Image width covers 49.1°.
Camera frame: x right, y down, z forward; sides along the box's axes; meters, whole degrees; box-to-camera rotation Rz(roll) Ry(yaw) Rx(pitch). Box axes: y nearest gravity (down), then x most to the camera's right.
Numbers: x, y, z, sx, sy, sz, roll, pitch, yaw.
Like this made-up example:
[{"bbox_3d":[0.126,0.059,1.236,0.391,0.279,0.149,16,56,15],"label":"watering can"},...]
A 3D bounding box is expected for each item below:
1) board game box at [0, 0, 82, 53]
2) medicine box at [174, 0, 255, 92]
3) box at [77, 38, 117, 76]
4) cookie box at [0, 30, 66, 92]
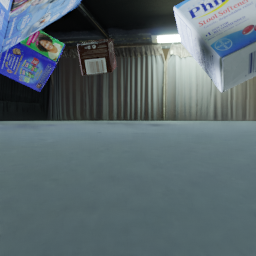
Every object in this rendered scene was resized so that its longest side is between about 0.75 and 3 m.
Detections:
[{"bbox_3d":[-1.277,-2.137,4.462,1.894,0.413,1.903,-45,15,-25],"label":"board game box"},{"bbox_3d":[3.183,-2.940,8.257,2.618,2.874,1.479,-27,-37,4],"label":"medicine box"},{"bbox_3d":[-0.866,-2.072,8.100,0.883,0.874,1.065,-5,21,6],"label":"box"},{"bbox_3d":[-3.496,-2.419,8.857,2.358,0.886,2.017,26,-32,-22],"label":"cookie box"}]
